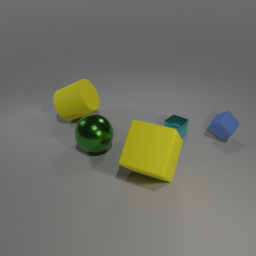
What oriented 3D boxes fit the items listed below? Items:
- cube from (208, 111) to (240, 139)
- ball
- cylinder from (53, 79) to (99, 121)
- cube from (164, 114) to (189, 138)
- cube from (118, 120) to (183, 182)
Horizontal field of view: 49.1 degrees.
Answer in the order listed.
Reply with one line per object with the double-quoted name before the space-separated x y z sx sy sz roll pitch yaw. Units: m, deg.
"cube" 3.658 -0.114 10.695 0.700 0.700 0.700 -50 10 -27
"ball" -1.212 0.197 10.086 1.400 1.400 1.400 0 31 0
"cylinder" -2.169 -1.175 11.862 1.400 1.400 1.400 -19 24 24
"cube" 1.898 -0.022 11.108 0.700 0.700 0.700 22 37 32
"cube" 0.742 0.723 8.563 1.400 1.400 1.400 14 -12 22
